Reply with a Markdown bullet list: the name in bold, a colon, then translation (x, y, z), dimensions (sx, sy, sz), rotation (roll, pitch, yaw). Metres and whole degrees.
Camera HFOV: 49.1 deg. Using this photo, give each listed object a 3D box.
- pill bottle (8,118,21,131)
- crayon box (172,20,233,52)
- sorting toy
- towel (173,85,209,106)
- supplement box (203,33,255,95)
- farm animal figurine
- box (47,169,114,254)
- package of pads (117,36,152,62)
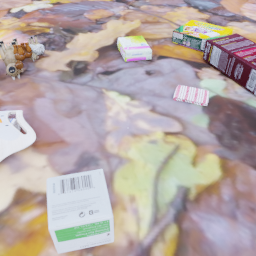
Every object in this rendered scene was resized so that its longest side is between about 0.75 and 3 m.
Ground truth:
- **pill bottle**: translation (-3.584, -0.009, 7.822), dimensions (0.977, 0.556, 0.556), rotation (4, 41, 5)
- **crayon box**: translation (3.305, -4.105, 12.464), dimensions (2.068, 0.603, 1.784), rotation (27, 48, 27)
- **sorting toy**: translation (-3.706, 0.125, 7.277), dimensions (2.240, 1.329, 2.488), rotation (-15, 43, -31)
- **towel**: translation (2.130, -1.090, 9.382), dimensions (1.130, 0.169, 0.827), rotation (13, 43, 11)
- **supplement box**: translation (4.352, -2.444, 10.330), dimensions (1.618, 0.905, 2.973), rotation (-17, 45, -20)
- **farm animal figurine**: translation (-4.439, -2.409, 10.177), dimensions (2.435, 1.270, 2.408), rotation (-6, 29, 4)
- **box**: translation (-0.943, 1.636, 5.589), dimensions (1.168, 1.006, 1.174), rotation (-9, 44, -10)
- **package of pads**: translation (0.225, -3.298, 11.624), dimensions (1.159, 0.511, 1.500), rotation (-7, 41, -10)
